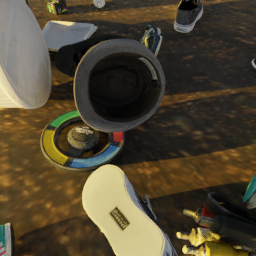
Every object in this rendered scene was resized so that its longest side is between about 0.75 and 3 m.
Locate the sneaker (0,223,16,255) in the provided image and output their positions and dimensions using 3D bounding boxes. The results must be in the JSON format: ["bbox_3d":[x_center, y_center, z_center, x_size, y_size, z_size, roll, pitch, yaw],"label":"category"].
[{"bbox_3d":[-2.209,2.122,4.445,0.739,0.512,1.224,-9,37,-16],"label":"sneaker"}]

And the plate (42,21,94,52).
[{"bbox_3d":[-2.273,-3.223,10.018,1.795,0.291,1.799,7,50,8],"label":"plate"}]

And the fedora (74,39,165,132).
[{"bbox_3d":[-0.299,-0.996,6.539,2.324,2.056,1.049,-15,20,-25],"label":"fedora"}]

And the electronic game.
[{"bbox_3d":[-1.021,0.225,6.452,1.929,0.401,1.929,1,45,-1],"label":"electronic game"}]

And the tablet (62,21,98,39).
[{"bbox_3d":[-2.162,-3.794,10.811,1.733,0.118,1.128,12,46,13],"label":"tablet"}]

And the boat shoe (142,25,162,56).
[{"bbox_3d":[0.753,-2.950,9.266,0.599,0.725,1.937,19,40,-11],"label":"boat shoe"}]

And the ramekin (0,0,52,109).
[{"bbox_3d":[-3.085,-1.787,6.949,1.322,2.838,2.838,-8,44,7],"label":"ramekin"}]

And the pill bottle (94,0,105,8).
[{"bbox_3d":[-1.317,-5.807,12.599,0.495,0.495,0.876,-8,45,-8],"label":"pill bottle"}]

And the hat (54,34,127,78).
[{"bbox_3d":[-0.777,-1.699,8.026,2.514,1.014,2.514,-1,42,1],"label":"hat"}]

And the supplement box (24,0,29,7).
[{"bbox_3d":[-4.016,-3.200,8.797,1.381,2.057,2.055,2,44,2],"label":"supplement box"}]

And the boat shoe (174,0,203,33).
[{"bbox_3d":[2.465,-4.918,11.343,1.019,0.965,2.913,16,47,16],"label":"boat shoe"}]

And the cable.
[{"bbox_3d":[2.261,1.975,4.796,2.807,0.706,1.363,20,28,2],"label":"cable"}]

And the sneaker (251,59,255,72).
[{"bbox_3d":[4.737,-1.884,8.348,1.955,0.809,0.701,24,49,23],"label":"sneaker"}]

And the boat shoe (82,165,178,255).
[{"bbox_3d":[0.026,1.461,4.510,0.914,0.845,2.475,-43,33,-11],"label":"boat shoe"}]

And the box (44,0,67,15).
[{"bbox_3d":[-3.103,-5.268,12.037,0.607,0.508,0.818,-34,53,-30],"label":"box"}]

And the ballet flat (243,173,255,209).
[{"bbox_3d":[3.116,0.788,5.644,0.780,0.844,2.502,33,53,17],"label":"ballet flat"}]
